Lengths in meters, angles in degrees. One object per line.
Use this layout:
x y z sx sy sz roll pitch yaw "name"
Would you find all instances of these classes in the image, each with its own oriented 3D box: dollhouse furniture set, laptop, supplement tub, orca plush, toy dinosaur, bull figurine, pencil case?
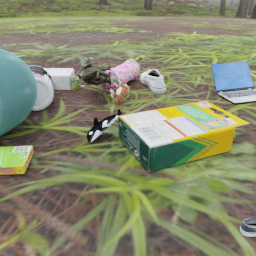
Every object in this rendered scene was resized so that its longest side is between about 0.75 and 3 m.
-2.011 -1.971 11.740 0.446 0.578 1.156 3 25 7 "dollhouse furniture set"
4.376 -1.791 10.812 1.731 1.072 1.849 -8 27 -14 "laptop"
-3.340 -1.517 10.028 1.261 1.261 2.058 -7 27 -14 "supplement tub"
-0.721 -0.154 7.689 1.241 0.441 0.653 -41 5 -9 "orca plush"
-1.259 -1.930 10.327 1.274 0.958 2.490 -2 27 -3 "toy dinosaur"
-0.273 -1.369 10.212 0.347 0.646 1.064 -24 33 41 "bull figurine"
-0.299 -2.303 11.991 0.992 0.992 2.269 13 30 24 "pencil case"

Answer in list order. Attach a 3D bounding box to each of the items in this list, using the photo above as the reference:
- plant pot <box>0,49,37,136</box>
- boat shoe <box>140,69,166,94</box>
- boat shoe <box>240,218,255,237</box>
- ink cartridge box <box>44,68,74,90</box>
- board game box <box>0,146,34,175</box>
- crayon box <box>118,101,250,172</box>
-3.824 -1.007 7.695 2.672 2.672 2.144 9 18 17 "plant pot"
1.103 -2.145 11.879 0.827 0.751 2.249 -8 27 -15 "boat shoe"
2.313 1.630 4.748 0.823 0.279 0.295 -2 26 -4 "boat shoe"
-3.100 -2.074 11.825 1.554 0.680 1.129 -2 27 0 "ink cartridge box"
-3.318 0.764 6.526 1.978 0.297 0.945 0 25 -5 "board game box"
1.398 0.095 7.345 2.863 0.738 1.800 -12 29 -21 "crayon box"
